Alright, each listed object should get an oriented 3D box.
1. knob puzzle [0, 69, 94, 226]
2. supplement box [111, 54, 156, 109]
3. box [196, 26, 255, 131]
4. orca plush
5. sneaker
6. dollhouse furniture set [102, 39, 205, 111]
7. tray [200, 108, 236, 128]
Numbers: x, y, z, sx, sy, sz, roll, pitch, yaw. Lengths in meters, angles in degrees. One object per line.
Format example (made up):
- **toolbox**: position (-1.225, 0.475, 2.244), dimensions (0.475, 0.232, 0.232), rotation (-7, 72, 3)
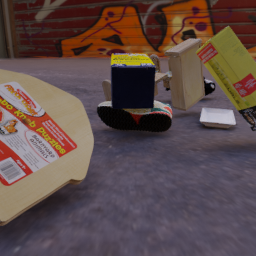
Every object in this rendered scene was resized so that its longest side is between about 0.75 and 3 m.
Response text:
- **knob puzzle**: position (-1.527, -0.011, 4.115), dimensions (2.630, 0.365, 2.630), rotation (24, 36, -19)
- **supplement box**: position (0.070, -1.178, 6.682), dimensions (0.949, 0.954, 1.743), rotation (0, 23, -3)
- **box**: position (2.380, -0.973, 5.868), dimensions (0.548, 2.187, 0.823), rotation (-36, 2, -9)
- **orca plush**: position (2.515, -1.419, 10.655), dimensions (2.039, 1.073, 0.725), rotation (6, 46, -28)
- **sneaker**: position (0.197, -0.414, 7.078), dimensions (1.901, 0.669, 0.889), rotation (7, 34, 12)
- **dollhouse furniture set**: position (0.894, -1.793, 8.994), dimensions (2.771, 1.803, 2.545), rotation (17, 40, 42)
- **tray**: position (2.497, -0.286, 7.854), dimensions (0.895, 0.185, 1.666), rotation (7, 18, 15)
